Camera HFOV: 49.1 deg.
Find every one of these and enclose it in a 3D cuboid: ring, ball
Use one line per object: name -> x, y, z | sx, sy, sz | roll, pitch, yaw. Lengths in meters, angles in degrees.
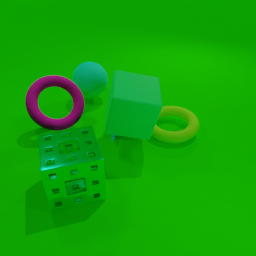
ring -> 1.346, -0.142, 8.624 | 1.657, 0.331, 1.657 | -2, 38, 1
ball -> -1.341, -1.704, 9.943 | 1.257, 1.257, 1.257 | 0, 35, 0
ring -> -2.142, -0.758, 8.321 | 1.713, 0.343, 1.713 | 5, 74, -20

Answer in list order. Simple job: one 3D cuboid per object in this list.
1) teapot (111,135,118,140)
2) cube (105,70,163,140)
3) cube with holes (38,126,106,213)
teapot -> -0.219, -0.199, 8.399 | 0.872, 0.686, 1.402 | 25, 72, -2
cube -> 0.111, -0.608, 7.487 | 1.244, 1.244, 1.244 | 9, 44, -8
cube with holes -> -1.286, 0.906, 6.455 | 1.267, 1.267, 1.267 | -10, 36, -13
